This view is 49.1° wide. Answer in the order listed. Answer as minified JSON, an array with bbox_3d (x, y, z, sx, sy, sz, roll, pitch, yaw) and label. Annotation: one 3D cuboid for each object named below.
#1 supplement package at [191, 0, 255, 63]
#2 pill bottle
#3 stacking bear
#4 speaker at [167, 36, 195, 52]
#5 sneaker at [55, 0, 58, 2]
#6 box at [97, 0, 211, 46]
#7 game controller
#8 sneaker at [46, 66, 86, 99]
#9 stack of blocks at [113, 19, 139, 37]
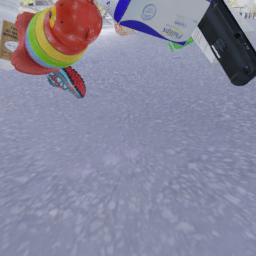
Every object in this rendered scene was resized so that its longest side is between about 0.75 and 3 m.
[{"bbox_3d":[3.108,-3.415,9.719,1.220,1.205,2.012,-13,57,-17],"label":"supplement package"},{"bbox_3d":[-3.867,-2.932,8.351,1.246,2.178,1.246,10,4,-1],"label":"pill bottle"},{"bbox_3d":[-0.975,-1.368,4.066,0.940,1.004,1.654,8,-6,-36],"label":"stacking bear"},{"bbox_3d":[2.247,-3.561,11.188,1.307,0.578,0.578,-26,23,14],"label":"speaker"},{"bbox_3d":[-2.189,-3.717,8.878,0.394,0.794,0.309,17,69,14],"label":"sneaker"},{"bbox_3d":[0.209,-2.084,4.195,1.396,0.796,1.518,0,45,-42],"label":"box"},{"bbox_3d":[2.707,-2.383,7.731,0.538,2.554,1.332,-25,-11,-3],"label":"game controller"},{"bbox_3d":[-1.472,-1.114,6.207,0.608,1.272,0.504,-32,17,31],"label":"sneaker"},{"bbox_3d":[0.451,-4.062,9.783,1.935,1.114,0.567,-10,-4,24],"label":"stack of blocks"}]
